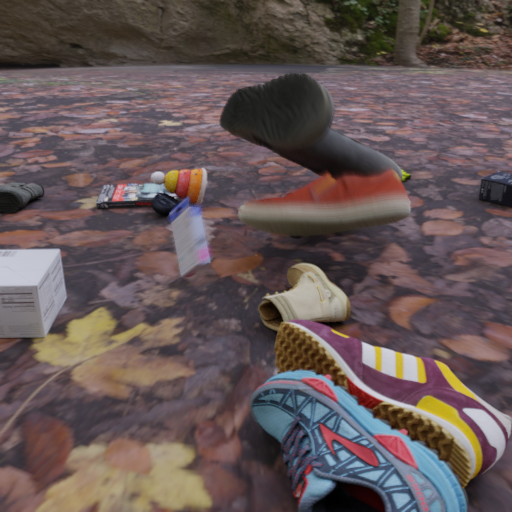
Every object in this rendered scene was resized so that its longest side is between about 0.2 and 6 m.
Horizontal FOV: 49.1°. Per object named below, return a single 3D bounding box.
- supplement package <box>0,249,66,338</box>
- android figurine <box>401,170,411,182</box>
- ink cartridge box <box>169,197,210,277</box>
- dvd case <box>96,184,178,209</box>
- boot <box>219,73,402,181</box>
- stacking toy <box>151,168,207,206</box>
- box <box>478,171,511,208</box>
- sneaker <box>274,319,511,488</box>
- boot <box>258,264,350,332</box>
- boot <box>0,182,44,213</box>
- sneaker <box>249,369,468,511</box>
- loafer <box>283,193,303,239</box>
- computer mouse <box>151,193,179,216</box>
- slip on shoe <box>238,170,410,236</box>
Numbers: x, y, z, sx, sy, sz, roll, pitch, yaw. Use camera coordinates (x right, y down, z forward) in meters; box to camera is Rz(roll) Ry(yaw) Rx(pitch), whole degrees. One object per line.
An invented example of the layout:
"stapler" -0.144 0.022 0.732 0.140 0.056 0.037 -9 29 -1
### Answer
"supplement package" -3.931 0.559 8.578 1.640 0.909 1.277 0 25 -3
"android figurine" 3.858 -2.296 15.910 0.976 0.200 0.888 19 30 33
"ink cartridge box" -0.902 -0.252 7.543 0.200 0.952 0.568 -4 -18 -36
"dvd case" -2.953 -1.531 14.166 1.961 0.216 1.432 -4 24 -6
"boot" 1.488 -2.050 10.870 3.720 1.350 3.383 27 4 -32
"stacking toy" -1.879 -1.748 13.440 1.290 0.942 0.942 9 21 -17
"box" 6.276 -1.667 13.998 0.978 0.584 0.995 -20 31 -38
"sneaker" 1.443 1.532 6.466 1.271 1.057 2.821 -11 32 -40
"boot" 0.563 0.647 8.848 1.242 0.582 1.598 -11 30 -23
"boot" -6.405 -1.512 13.742 2.048 0.693 1.338 9 19 2
"sneaker" 0.691 1.955 5.414 1.166 0.968 2.441 -24 33 -39
"loafer" 1.190 -1.036 11.750 0.809 0.923 2.568 -20 7 22
"computer mouse" -2.036 -1.357 13.599 0.553 0.321 1.887 33 26 4
"slip on shoe" 1.189 -0.964 10.093 3.050 0.933 1.130 -7 -15 5
